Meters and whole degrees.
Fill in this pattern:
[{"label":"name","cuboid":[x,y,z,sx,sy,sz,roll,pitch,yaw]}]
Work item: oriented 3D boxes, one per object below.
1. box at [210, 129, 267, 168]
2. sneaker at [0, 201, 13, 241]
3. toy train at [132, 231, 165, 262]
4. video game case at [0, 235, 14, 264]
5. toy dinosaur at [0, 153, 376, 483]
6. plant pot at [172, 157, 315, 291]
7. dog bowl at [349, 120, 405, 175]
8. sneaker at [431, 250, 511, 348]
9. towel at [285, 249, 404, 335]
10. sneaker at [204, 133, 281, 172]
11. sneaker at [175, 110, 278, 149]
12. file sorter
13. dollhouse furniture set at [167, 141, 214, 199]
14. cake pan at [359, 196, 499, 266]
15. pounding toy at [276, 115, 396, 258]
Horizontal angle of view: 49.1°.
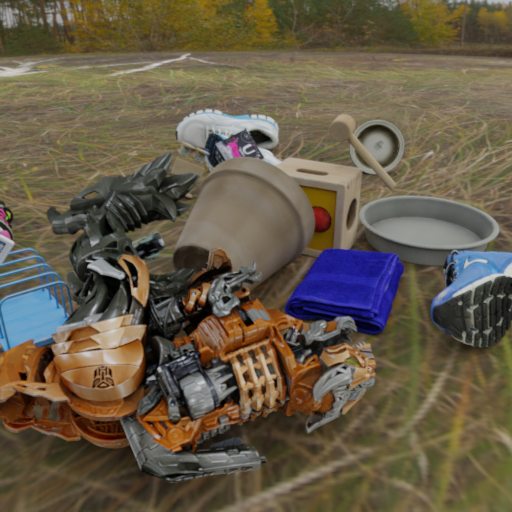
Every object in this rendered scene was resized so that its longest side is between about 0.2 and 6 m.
[{"label":"box","cuboid":[-0.254,-1.966,13.049,0.883,1.538,1.017,-31,-7,-18]},{"label":"sneaker","cuboid":[-5.631,-0.764,12.082,0.916,0.773,2.095,-30,33,-36]},{"label":"toy train","cuboid":[-1.888,-0.081,8.975,0.932,0.397,0.531,-23,18,9]},{"label":"video game case","cuboid":[-5.099,-0.112,8.645,2.084,1.492,0.188,33,2,-19]},{"label":"toy dinosaur","cuboid":[-1.512,0.899,6.833,5.592,2.857,3.796,14,39,-21]},{"label":"plant pot","cuboid":[-0.372,-0.271,9.834,2.275,2.275,1.974,13,44,25]},{"label":"dog bowl","cuboid":[3.509,-3.167,16.335,1.566,1.566,0.577,5,12,10]},{"label":"sneaker","cuboid":[3.543,0.592,9.123,1.325,1.167,2.972,14,20,41]},{"label":"towel","cuboid":[1.617,0.470,9.773,1.660,0.557,2.248,11,28,19]},{"label":"sneaker","cuboid":[-0.263,-2.664,15.898,1.343,1.161,3.098,-14,37,-39]},{"label":"sneaker","cuboid":[-0.888,-3.953,18.257,3.458,1.296,1.499,-3,31,-7]},{"label":"file sorter","cuboid":[-3.692,0.658,8.908,1.114,0.985,1.606,-18,30,-33]},{"label":"dollhouse furniture set","cuboid":[-1.435,-2.037,14.282,1.402,1.229,0.931,17,13,-32]},{"label":"cake pan","cuboid":[3.613,-0.565,11.940,2.843,0.521,2.843,0,27,0]},{"label":"pounding toy","cuboid":[1.430,-1.321,10.993,2.354,2.679,1.226,13,31,24]}]
